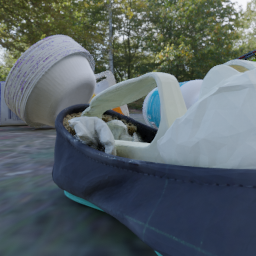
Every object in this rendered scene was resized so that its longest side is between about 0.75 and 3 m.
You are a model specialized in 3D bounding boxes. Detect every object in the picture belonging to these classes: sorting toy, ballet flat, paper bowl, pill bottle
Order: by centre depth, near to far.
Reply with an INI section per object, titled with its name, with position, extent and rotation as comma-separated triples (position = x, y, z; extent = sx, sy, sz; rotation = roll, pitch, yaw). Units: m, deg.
[ballet flat]
position = 0.216, 0.109, 1.042
extent = 0.716, 0.716, 1.959
rotation = -3, 5, -36
[pill bottle]
position = 1.083, -0.338, 5.236
extent = 1.041, 1.041, 1.879
rotation = -1, 4, -21
[paper bowl]
position = -1.912, -1.095, 7.730
extent = 1.355, 2.605, 2.605
rotation = 40, 15, 13
[sorting toy]
position = -1.162, -1.154, 10.800
extent = 2.213, 1.992, 1.182
rotation = 2, 4, 35

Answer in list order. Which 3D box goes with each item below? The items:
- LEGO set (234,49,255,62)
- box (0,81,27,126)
[LEGO set]
position = 3.197, -0.589, 4.824
extent = 2.303, 1.735, 2.995
rotation = 3, -5, -26
[box]
position = -3.767, -0.860, 10.469
extent = 2.522, 1.439, 2.742
rotation = -2, 3, -37
